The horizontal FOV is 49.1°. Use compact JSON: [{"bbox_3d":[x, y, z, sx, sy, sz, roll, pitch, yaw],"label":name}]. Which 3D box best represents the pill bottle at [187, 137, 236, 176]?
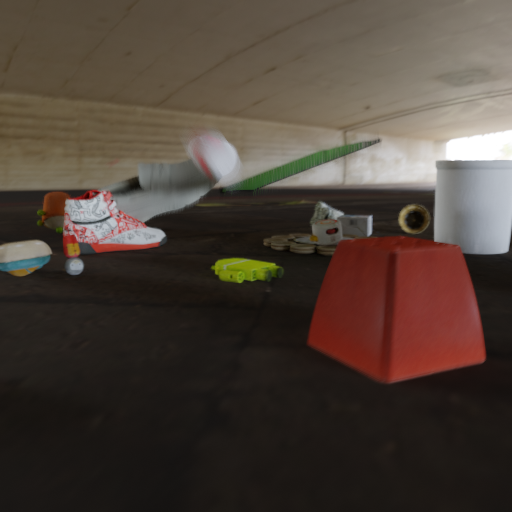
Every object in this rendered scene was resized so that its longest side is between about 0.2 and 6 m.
[{"bbox_3d":[-0.653,-1.433,7.914,0.450,0.450,0.801,-5,23,-31],"label":"pill bottle"}]

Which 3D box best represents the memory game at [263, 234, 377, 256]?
[{"bbox_3d":[1.585,-0.278,12.556,2.800,0.178,2.800,1,8,0],"label":"memory game"}]

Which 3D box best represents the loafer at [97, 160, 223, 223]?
[{"bbox_3d":[-2.298,-1.593,12.781,3.356,1.171,1.174,-26,33,2],"label":"loafer"}]

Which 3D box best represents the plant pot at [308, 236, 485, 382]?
[{"bbox_3d":[1.315,0.394,5.310,1.217,1.074,1.218,-4,9,-27],"label":"plant pot"}]

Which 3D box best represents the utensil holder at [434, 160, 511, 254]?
[{"bbox_3d":[4.670,-1.092,12.063,1.644,1.934,1.644,-1,9,0],"label":"utensil holder"}]

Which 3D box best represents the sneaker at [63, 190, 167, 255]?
[{"bbox_3d":[-2.975,-0.777,12.094,2.409,1.291,0.804,-8,12,-41],"label":"sneaker"}]

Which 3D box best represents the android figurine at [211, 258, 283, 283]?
[{"bbox_3d":[-0.181,0.231,9.075,1.160,0.238,1.056,6,11,31],"label":"android figurine"}]

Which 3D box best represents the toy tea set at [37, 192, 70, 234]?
[{"bbox_3d":[-4.705,-1.044,15.950,2.999,1.110,1.784,-6,-19,-15],"label":"toy tea set"}]

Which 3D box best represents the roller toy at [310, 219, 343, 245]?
[{"bbox_3d":[1.489,-0.474,11.714,0.611,0.468,0.670,1,18,32],"label":"roller toy"}]

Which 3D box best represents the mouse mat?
[{"bbox_3d":[0.700,-1.714,10.971,2.571,0.120,3.195,-22,10,-11],"label":"mouse mat"}]

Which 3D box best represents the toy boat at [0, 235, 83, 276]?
[{"bbox_3d":[-3.594,0.058,9.274,1.424,0.662,1.197,-7,4,4],"label":"toy boat"}]

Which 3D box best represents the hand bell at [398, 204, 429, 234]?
[{"bbox_3d":[4.481,-0.937,15.854,0.809,0.809,1.554,3,-3,17],"label":"hand bell"}]

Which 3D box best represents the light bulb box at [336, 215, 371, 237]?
[{"bbox_3d":[2.574,-0.787,14.697,0.825,0.520,0.833,3,9,17],"label":"light bulb box"}]

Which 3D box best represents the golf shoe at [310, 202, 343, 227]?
[{"bbox_3d":[2.186,-1.076,16.604,0.973,0.784,2.002,17,12,-7],"label":"golf shoe"}]
